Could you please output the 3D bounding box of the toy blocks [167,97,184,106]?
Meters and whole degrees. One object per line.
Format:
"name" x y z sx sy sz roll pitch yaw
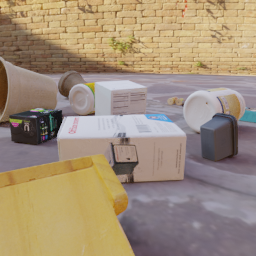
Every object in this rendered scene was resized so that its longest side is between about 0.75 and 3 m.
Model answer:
"toy blocks" 3.056 -1.658 17.025 0.947 0.413 1.136 8 16 32

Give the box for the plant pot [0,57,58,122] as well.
"plant pot" -4.759 -1.570 12.673 2.867 2.867 2.624 13 9 41

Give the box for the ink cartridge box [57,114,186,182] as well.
"ink cartridge box" -0.210 0.422 7.097 2.822 1.212 2.067 -3 16 -6

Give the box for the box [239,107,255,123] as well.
"box" 5.192 -0.674 12.932 2.071 0.509 0.852 12 18 39

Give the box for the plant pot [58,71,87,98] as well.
"plant pot" -3.449 -2.713 18.904 1.653 1.905 1.905 30 29 32

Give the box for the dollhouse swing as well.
"dollhouse swing" -1.300 1.773 3.378 2.582 2.270 2.347 -9 -25 -31

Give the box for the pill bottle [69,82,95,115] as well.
"pill bottle" -1.630 -1.619 14.608 1.508 1.508 2.715 8 16 30

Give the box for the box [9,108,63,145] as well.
"box" -3.150 -0.102 9.768 1.125 0.942 1.515 5 15 20

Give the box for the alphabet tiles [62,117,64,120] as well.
"alphabet tiles" -2.783 -0.211 12.004 2.276 0.072 1.894 4 15 17

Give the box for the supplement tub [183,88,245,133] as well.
"supplement tub" 3.411 -0.729 10.897 2.222 1.604 1.604 -12 19 -40

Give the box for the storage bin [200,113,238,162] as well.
"storage bin" 2.456 0.291 7.887 0.839 1.250 0.909 -21 23 -32

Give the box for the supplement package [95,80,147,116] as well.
"supplement package" -0.283 -0.616 9.764 1.368 1.816 1.379 -8 22 -27

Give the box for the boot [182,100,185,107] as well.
"boot" 3.515 -1.214 14.902 1.802 0.579 1.679 14 7 35
